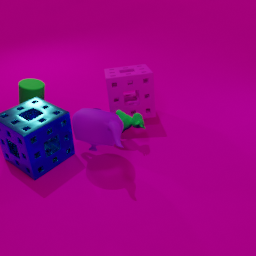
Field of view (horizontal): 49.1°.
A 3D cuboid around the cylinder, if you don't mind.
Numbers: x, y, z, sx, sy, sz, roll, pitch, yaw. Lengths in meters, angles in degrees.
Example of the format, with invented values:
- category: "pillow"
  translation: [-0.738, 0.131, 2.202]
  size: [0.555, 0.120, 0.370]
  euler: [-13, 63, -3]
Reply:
- category: "cylinder"
  translation: [-3.069, -1.060, 8.940]
  size: [0.782, 0.782, 0.782]
  euler: [9, 33, -6]

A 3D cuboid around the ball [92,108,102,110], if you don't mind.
- category: "ball"
  translation: [-0.953, -0.213, 8.282]
  size: [0.750, 0.750, 0.750]
  euler: [0, 34, 0]

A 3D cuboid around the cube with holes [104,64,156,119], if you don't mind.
- category: "cube with holes"
  translation: [0.042, -1.120, 8.745]
  size: [1.356, 1.356, 1.356]
  euler: [-8, 24, -3]

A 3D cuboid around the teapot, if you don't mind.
- category: "teapot"
  translation: [-0.721, 0.082, 6.768]
  size: [1.257, 0.990, 2.021]
  euler: [14, -6, -41]

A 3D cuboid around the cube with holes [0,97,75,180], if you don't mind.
- category: "cube with holes"
  translation: [-2.350, 0.213, 7.143]
  size: [1.320, 1.320, 1.320]
  euler: [24, 41, 31]

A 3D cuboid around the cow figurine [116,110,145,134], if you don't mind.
- category: "cow figurine"
  translation: [-0.024, -0.103, 7.716]
  size: [0.887, 0.902, 0.495]
  euler: [45, 8, 23]
